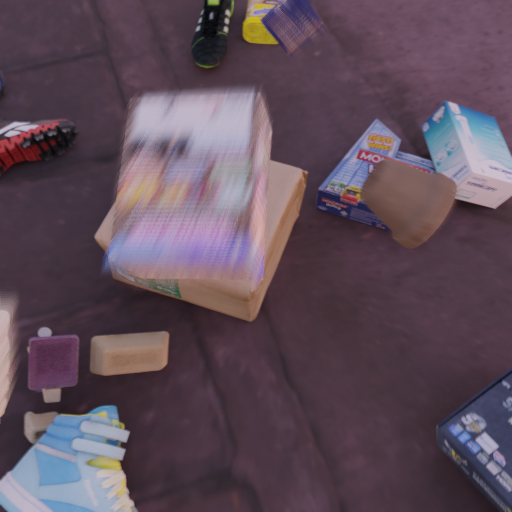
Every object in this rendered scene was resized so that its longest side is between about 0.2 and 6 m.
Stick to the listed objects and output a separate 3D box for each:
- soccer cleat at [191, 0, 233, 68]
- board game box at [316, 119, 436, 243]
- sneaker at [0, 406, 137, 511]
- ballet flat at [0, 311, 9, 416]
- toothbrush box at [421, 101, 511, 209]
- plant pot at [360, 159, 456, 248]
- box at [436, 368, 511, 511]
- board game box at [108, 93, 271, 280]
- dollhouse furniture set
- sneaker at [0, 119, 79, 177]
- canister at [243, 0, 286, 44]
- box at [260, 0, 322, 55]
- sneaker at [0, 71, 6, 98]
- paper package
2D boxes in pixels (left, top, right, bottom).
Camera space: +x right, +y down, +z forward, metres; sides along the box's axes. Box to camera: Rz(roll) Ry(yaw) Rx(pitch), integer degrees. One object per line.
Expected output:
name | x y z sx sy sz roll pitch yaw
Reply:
soccer cleat | -0.909 -4.823 11.541 0.761 0.914 2.255 6 59 3
board game box | 2.245 -1.394 9.631 1.923 0.593 1.922 18 61 11
sneaker | -1.769 2.777 6.776 2.460 0.978 1.606 26 70 14
ballet flat | -2.768 0.436 5.162 0.943 0.797 2.492 -33 81 22
toothbrush box | 3.654 -1.718 9.546 1.175 0.684 1.605 9 55 -25
plant pot | 1.774 -0.718 6.854 0.874 1.002 1.002 30 61 -8
box | 3.626 2.442 6.566 1.852 0.599 2.349 -31 47 -12
board game box | -0.612 -0.685 5.801 1.386 0.842 1.738 1 75 11
dollhouse furniture set | -2.323 1.608 8.072 1.914 1.516 1.358 -1 13 -26
sneaker | -4.255 -2.093 9.969 2.079 0.735 1.016 -23 63 -12
canister | 0.199 -5.123 11.977 0.874 0.509 1.177 4 57 2
box | 0.446 -2.882 6.923 0.584 0.965 0.156 -38 77 17
sneaker | -5.815 -2.953 10.609 0.914 0.782 2.098 28 55 29
paper package | -0.777 -0.479 8.664 2.490 1.288 2.374 18 60 10
